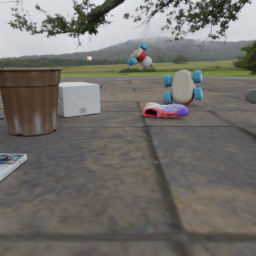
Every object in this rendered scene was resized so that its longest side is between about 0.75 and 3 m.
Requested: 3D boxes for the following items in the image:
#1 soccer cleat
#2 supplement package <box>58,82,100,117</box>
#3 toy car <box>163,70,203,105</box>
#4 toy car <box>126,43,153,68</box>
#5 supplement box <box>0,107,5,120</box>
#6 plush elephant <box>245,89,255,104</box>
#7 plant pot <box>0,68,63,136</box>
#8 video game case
[{"bbox_3d":[1.546,-0.649,11.510,1.909,0.651,0.699,6,32,24],"label":"soccer cleat"},{"bbox_3d":[-2.428,-1.335,12.605,1.717,1.321,1.796,-9,16,-32],"label":"supplement package"},{"bbox_3d":[3.237,-1.978,15.639,2.003,1.922,2.174,-5,-18,24],"label":"toy car"},{"bbox_3d":[0.547,-2.453,10.186,0.868,0.800,0.767,38,-9,-19],"label":"toy car"},{"bbox_3d":[-5.481,-0.602,11.358,0.859,0.474,0.368,4,14,16],"label":"supplement box"},{"bbox_3d":[4.975,-0.461,8.431,2.338,1.810,1.925,-29,49,20],"label":"plush elephant"},{"bbox_3d":[-3.166,-0.919,9.197,2.114,2.093,2.114,-1,14,0],"label":"plant pot"},{"bbox_3d":[-3.117,0.823,6.005,1.422,0.166,1.293,0,14,4],"label":"video game case"}]
